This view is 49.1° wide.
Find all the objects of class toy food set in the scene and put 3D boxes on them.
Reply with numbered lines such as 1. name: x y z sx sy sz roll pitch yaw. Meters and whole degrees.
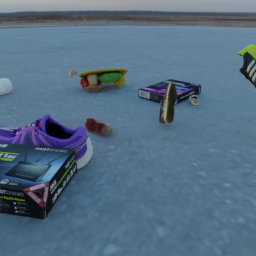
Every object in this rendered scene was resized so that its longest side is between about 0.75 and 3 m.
1. toy food set: -1.281 -2.078 12.582 2.747 0.897 1.616 -8 1 -21

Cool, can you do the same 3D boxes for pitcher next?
1. pitcher: -5.412 -1.623 11.779 1.063 0.644 0.912 -28 51 -27

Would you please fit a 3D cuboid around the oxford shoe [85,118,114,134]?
1. oxford shoe: -0.899 -0.021 8.580 0.427 0.402 1.141 15 5 -45

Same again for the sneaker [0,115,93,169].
1. sneaker: -2.220 0.165 6.933 2.822 1.177 1.138 5 32 12

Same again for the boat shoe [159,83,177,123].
1. boat shoe: 1.240 -0.808 9.013 0.461 0.520 1.421 -9 58 40

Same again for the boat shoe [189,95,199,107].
1. boat shoe: 2.595 -1.114 10.890 0.363 0.332 0.970 0 24 0

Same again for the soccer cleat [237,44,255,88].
1. soccer cleat: 3.645 -1.532 8.022 0.579 1.716 0.696 0 -16 -45

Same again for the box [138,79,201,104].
1. box: 1.793 -1.555 11.772 1.642 0.415 2.296 21 30 38

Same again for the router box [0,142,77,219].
1. router box: -2.340 0.989 5.859 2.121 0.659 1.590 5 25 10
